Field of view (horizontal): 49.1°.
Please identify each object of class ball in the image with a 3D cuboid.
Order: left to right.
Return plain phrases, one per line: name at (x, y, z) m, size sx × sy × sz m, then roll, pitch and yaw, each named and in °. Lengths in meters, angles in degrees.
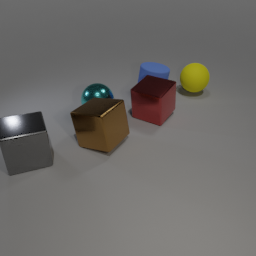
ball at (-1.287, -1.196, 11.864) m, size 1.400 × 1.400 × 1.400 m, roll 0°, pitch 32°, yaw 0°
ball at (3.224, -2.434, 13.567) m, size 1.400 × 1.400 × 1.400 m, roll 0°, pitch 32°, yaw 0°

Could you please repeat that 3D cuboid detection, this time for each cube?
cube at (-3.368, 0.466, 9.233) m, size 1.400 × 1.400 × 1.400 m, roll -12°, pitch 34°, yaw -18°
cube at (-0.960, -0.162, 10.017) m, size 1.400 × 1.400 × 1.400 m, roll 8°, pitch 32°, yaw 31°
cube at (1.076, -1.183, 11.691) m, size 1.400 × 1.400 × 1.400 m, roll 19°, pitch 45°, yaw 27°

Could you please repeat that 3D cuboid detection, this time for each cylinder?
cylinder at (1.181, -2.255, 13.375) m, size 1.400 × 1.400 × 1.400 m, roll 7°, pitch 31°, yaw -4°
